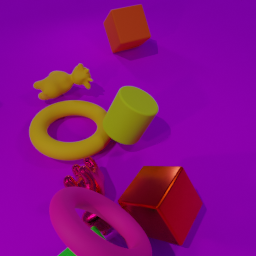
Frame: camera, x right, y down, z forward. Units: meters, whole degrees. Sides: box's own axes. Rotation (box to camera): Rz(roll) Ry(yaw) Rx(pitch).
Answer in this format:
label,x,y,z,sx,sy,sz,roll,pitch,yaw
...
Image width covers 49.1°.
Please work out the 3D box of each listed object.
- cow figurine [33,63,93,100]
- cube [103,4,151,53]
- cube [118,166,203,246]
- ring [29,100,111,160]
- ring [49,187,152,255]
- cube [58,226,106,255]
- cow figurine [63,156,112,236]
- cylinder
label,x,y,z,sx,sy,sz,roll,pitch,yaw
cow figurine,-1.748,-1.268,7.783,1.355,0.756,1.377,3,33,37
cube,-0.050,-3.347,9.525,1.120,1.120,1.120,-19,5,-17
cube,0.603,1.356,5.105,0.962,0.962,0.962,-7,32,46
ring,-1.379,-0.009,6.955,2.051,0.410,2.051,2,41,-2
ring,-0.356,1.372,3.880,1.596,1.596,0.319,37,96,30
cube,-0.522,2.194,4.270,0.842,0.842,0.842,-36,99,-17
cow figurine,-0.667,1.339,5.544,0.743,1.331,1.353,-33,9,9
cylinder,0.045,-0.288,6.443,0.983,0.983,0.983,20,37,-16
